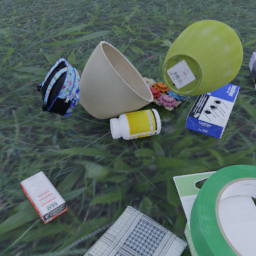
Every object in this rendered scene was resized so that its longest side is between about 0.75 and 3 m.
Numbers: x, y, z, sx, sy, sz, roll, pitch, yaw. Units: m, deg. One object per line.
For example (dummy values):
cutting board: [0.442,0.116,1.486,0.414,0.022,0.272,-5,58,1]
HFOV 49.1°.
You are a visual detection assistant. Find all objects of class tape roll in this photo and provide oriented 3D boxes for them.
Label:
tape roll: [2.747,2.092,5.791,2.833,0.681,2.833,4,45,-4]

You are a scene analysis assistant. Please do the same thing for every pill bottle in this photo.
pill bottle: [0.217,-0.094,8.869,1.480,0.832,0.832,-10,43,-12]

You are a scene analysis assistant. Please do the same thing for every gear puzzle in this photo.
gear puzzle: [0.805,-1.632,10.613,2.813,0.368,1.457,31,40,23]

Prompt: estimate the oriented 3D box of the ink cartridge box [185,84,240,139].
ink cartridge box: [3.019,-0.778,9.837,1.200,0.565,2.553,19,45,19]

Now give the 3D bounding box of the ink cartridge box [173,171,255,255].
ink cartridge box: [2.176,2.163,6.527,1.769,0.583,2.431,-6,42,-7]

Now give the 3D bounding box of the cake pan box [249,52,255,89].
cake pan box: [6.392,-2.040,11.146,2.854,0.746,2.628,8,40,9]

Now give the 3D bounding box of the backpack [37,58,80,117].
backpack: [-1.747,-1.129,7.524,0.888,1.320,1.205,16,33,-38]

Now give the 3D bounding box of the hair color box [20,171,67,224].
hair color box: [-2.159,1.738,7.155,0.643,0.388,1.266,-28,48,-28]

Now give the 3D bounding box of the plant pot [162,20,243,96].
plant pot: [1.553,-1.440,6.431,1.756,1.756,1.877,21,34,22]

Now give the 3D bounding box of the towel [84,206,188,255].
towel: [0.153,2.711,6.129,1.720,0.309,1.787,27,49,27]

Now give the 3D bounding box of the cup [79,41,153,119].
cup: [-0.625,-1.307,9.288,1.773,2.480,2.480,-40,39,20]
